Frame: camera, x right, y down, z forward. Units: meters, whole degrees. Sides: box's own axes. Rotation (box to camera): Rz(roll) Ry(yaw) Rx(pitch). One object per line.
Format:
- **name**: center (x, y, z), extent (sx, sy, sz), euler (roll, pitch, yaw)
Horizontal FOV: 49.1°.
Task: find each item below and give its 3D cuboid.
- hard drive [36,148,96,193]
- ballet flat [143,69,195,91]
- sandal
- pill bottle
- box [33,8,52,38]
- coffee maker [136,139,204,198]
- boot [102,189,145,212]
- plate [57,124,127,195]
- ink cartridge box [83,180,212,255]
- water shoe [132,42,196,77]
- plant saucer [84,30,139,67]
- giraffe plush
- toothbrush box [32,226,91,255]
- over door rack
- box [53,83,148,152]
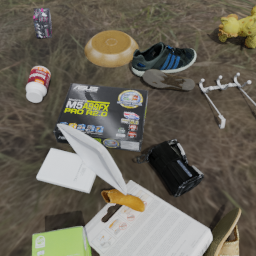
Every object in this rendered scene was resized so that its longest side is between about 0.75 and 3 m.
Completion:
- **hard drive**: center (-1.866, 1.334, 8.940), extent (1.724, 0.230, 1.137), euler (13, 54, 8)
- **ballet flat**: center (1.624, -1.886, 11.181), extent (2.091, 0.705, 0.485), euler (10, 11, 4)
- **sandal**: center (2.475, 3.234, 7.281), extent (0.776, 0.865, 2.359), euler (43, 67, 5)
- **pill bottle**: center (-3.514, -1.693, 10.927), extent (0.779, 0.779, 1.379), euler (0, 53, 0)
- **box**: center (-4.063, -5.021, 13.428), extent (0.741, 0.854, 1.292), euler (-5, 52, -9)
- **coffee maker**: center (1.279, 1.279, 8.454), extent (1.459, 1.023, 1.519), euler (-30, 57, -8)
- **boot**: center (-0.158, 2.044, 7.775), extent (0.821, 0.403, 1.147), euler (7, 10, -45)
- **plate**: center (-0.900, 0.781, 7.636), extent (0.319, 1.967, 1.971), euler (-44, 44, -21)
- **ink cartridge box**: center (0.412, 2.973, 7.594), extent (2.880, 0.721, 2.318), euler (23, 53, 41)
- **water shoe**: center (1.598, -2.958, 11.640), extent (2.972, 1.173, 1.063), euler (-19, 55, -14)
- **plant saucer**: center (-0.753, -3.741, 12.710), extent (2.497, 0.442, 2.497), euler (0, 53, 0)
- **giraffe plush**: center (5.000, -4.503, 12.582), extent (1.739, 1.850, 2.144), euler (8, 35, 21)
- **toothbrush box**: center (-1.302, 3.779, 6.003), extent (1.141, 1.929, 2.650), euler (-7, 52, -5)
- **over door rack**: center (3.900, -1.185, 10.561), extent (1.685, 0.760, 2.281), euler (-10, 53, -6)
- **box**: center (-0.865, -0.450, 10.039), extent (2.983, 0.660, 2.390), euler (7, 53, 5)
